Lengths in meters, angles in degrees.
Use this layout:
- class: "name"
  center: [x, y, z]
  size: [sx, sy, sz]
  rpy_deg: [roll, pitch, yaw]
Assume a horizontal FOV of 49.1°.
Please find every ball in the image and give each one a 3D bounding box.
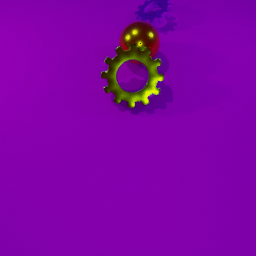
- class: "ball"
  center: [0.348, -2.595, 8.555]
  size: [1.275, 1.275, 1.275]
  rpy_deg: [0, 61, 0]

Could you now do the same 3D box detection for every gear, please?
- class: "gear"
  center: [0.131, -1.459, 7.926]
  size: [1.737, 0.321, 1.737]
  rpy_deg: [1, 97, 4]
- class: "gear"
  center: [0.890, -4.028, 9.699]
  size: [1.281, 0.237, 1.281]
  rpy_deg: [-12, 56, 18]
